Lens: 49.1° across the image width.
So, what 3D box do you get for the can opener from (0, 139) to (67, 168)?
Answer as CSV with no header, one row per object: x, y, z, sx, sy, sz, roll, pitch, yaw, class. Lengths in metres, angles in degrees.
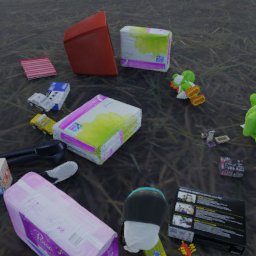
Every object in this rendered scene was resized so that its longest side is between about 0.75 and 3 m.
-3.293,0.872,9.590,2.472,0.972,0.784,-12,34,4,can opener

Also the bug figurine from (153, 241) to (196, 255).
1.163,3.278,6.839,1.145,0.295,0.888,-7,44,-16,bug figurine

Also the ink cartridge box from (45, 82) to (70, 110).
-3.322,-1.487,12.864,0.843,0.397,1.794,4,38,4,ink cartridge box

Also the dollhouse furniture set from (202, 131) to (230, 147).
3.331,0.210,10.510,0.865,0.614,0.685,-10,39,-13,dollhouse furniture set

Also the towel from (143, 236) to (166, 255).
0.571,2.927,7.436,0.527,0.111,1.225,-11,39,-12,towel

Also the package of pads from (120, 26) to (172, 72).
0.914,-4.284,15.065,2.723,2.104,0.929,10,38,13,package of pads

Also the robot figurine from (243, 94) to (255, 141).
5.531,-0.358,10.515,2.591,1.499,2.273,-21,39,-24,robot figurine

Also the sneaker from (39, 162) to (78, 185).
-2.299,1.525,9.027,1.447,0.524,0.520,-22,73,-10,sneaker

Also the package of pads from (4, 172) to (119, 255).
-1.592,2.477,6.641,2.960,1.783,1.120,25,45,29,package of pads

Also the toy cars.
-3.514,-0.714,11.412,1.089,0.538,2.429,-15,52,-10,toy cars

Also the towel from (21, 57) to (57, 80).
-4.909,-3.290,15.320,1.553,0.241,2.147,-15,42,-22,towel

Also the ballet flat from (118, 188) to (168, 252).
0.286,2.242,6.293,0.977,2.873,0.983,8,59,-2,ballet flat

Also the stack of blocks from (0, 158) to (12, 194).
-4.821,1.395,8.459,2.195,1.264,0.643,-2,38,-3,stack of blocks

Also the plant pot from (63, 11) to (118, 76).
-2.022,-4.300,14.894,2.340,2.656,2.653,-12,38,1,plant pot

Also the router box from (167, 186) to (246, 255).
2.179,2.473,7.691,1.950,0.498,1.454,11,39,14,router box

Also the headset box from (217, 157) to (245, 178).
3.403,1.302,9.352,0.829,0.311,0.616,8,39,10,headset box

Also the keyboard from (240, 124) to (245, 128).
5.261,-0.136,11.400,1.358,0.072,0.382,-12,39,-15,keyboard

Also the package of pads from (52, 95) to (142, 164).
-1.028,-0.071,10.569,2.218,0.979,2.871,22,43,25,package of pads

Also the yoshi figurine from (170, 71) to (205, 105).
2.877,-2.067,13.093,1.246,1.251,2.226,4,33,-21,yoshi figurine
